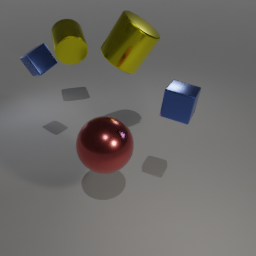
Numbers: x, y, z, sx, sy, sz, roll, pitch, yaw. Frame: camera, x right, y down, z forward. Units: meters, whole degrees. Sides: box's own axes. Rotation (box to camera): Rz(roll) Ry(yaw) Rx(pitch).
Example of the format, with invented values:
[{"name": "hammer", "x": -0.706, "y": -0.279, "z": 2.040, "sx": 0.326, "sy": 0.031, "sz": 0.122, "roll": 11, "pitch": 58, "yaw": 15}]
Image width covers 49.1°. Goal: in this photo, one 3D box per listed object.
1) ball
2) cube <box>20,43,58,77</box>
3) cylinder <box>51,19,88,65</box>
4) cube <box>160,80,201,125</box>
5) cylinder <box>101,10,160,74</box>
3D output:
[{"name": "ball", "x": -0.557, "y": 0.408, "z": 6.812, "sx": 1.400, "sy": 1.400, "sz": 1.400, "roll": 0, "pitch": 30, "yaw": 0}, {"name": "cube", "x": -2.751, "y": -2.079, "z": 8.624, "sx": 0.700, "sy": 0.700, "sz": 0.700, "roll": -46, "pitch": 29, "yaw": -25}, {"name": "cylinder", "x": -2.524, "y": -3.699, "z": 12.043, "sx": 1.400, "sy": 1.400, "sz": 1.400, "roll": -9, "pitch": 53, "yaw": -15}, {"name": "cube", "x": 1.227, "y": -0.615, "z": 6.556, "sx": 0.700, "sy": 0.700, "sz": 0.700, "roll": 19, "pitch": 33, "yaw": 17}, {"name": "cylinder", "x": 0.066, "y": -2.694, "z": 8.862, "sx": 1.400, "sy": 1.400, "sz": 1.400, "roll": 28, "pitch": 32, "yaw": -19}]
